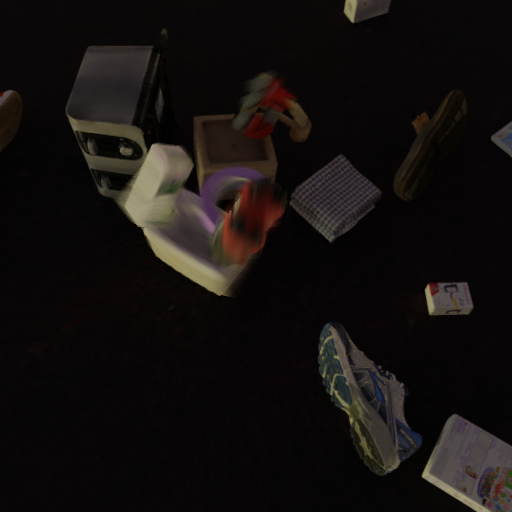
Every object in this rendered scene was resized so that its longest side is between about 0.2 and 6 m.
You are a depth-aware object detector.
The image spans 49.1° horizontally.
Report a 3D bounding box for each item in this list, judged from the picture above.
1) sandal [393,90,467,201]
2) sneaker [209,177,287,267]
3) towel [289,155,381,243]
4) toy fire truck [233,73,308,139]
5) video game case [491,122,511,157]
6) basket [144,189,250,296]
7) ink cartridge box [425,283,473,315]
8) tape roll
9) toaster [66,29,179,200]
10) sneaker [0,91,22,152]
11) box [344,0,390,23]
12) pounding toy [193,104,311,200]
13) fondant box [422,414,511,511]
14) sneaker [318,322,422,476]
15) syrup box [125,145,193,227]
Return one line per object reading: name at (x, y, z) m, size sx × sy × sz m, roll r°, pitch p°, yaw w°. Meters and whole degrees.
sandal at (3.646, -2.453, 12.035) m, size 0.837 × 1.253 × 3.067 m, roll 23°, pitch 68°, yaw 37°
sneaker at (-0.159, -0.528, 8.980) m, size 0.742 × 1.025 × 2.099 m, roll 40°, pitch 37°, yaw -8°
towel at (1.644, -1.213, 11.426) m, size 1.562 × 0.669 × 1.294 m, roll -40°, pitch 68°, yaw -20°
toy fire truck at (0.341, -2.775, 11.027) m, size 1.330 × 0.856 × 1.171 m, roll 27°, pitch 101°, yaw -7°
video game case at (6.218, -2.519, 12.068) m, size 1.466 × 0.178 × 1.611 m, roll -37°, pitch 57°, yaw 2°
basket at (-1.031, -0.212, 10.553) m, size 1.765 × 1.089 × 1.196 m, roll 30°, pitch 63°, yaw 15°
ink cartridge box at (3.599, 0.801, 10.484) m, size 0.738 × 0.316 × 0.545 m, roll -3°, pitch 60°, yaw 0°
tape roll at (-0.325, -0.913, 10.069) m, size 1.338 × 0.439 × 1.338 m, roll 1°, pitch 66°, yaw -3°
toaster at (-2.555, -2.747, 11.302) m, size 1.565 × 2.385 × 2.638 m, roll 4°, pitch 60°, yaw 2°
sneaker at (-6.270, -2.618, 12.055) m, size 1.535 × 0.972 × 2.730 m, roll 16°, pitch 64°, yaw 5°
box at (2.889, -6.575, 14.481) m, size 1.057 × 0.658 × 0.515 m, roll -21°, pitch 62°, yaw -11°
pounding toy at (-0.081, -2.321, 11.853) m, size 2.418 × 1.106 × 2.124 m, roll -6°, pitch 57°, yaw -10°
fondant box at (3.600, 3.431, 8.911) m, size 1.538 × 0.448 × 1.109 m, roll 29°, pitch 64°, yaw 16°
sneaker at (1.890, 2.257, 9.418) m, size 1.089 × 0.985 × 2.556 m, roll -15°, pitch 68°, yaw -20°
syrup box at (-1.641, -1.168, 9.394) m, size 0.532 × 1.351 × 0.550 m, roll -7°, pitch 50°, yaw -47°
